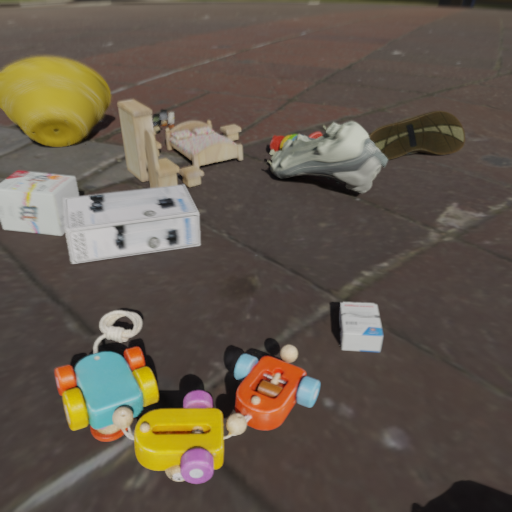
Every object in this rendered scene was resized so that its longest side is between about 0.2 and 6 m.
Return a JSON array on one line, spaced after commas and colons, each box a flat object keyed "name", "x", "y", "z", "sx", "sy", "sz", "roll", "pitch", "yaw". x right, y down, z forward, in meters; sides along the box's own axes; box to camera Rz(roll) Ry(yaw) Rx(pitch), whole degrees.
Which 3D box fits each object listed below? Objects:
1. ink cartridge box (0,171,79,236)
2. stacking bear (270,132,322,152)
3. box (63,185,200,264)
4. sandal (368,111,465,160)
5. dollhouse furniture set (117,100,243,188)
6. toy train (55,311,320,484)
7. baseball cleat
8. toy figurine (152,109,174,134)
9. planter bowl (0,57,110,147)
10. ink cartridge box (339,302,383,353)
[{"name": "ink cartridge box", "x": -4.237, "y": -1.039, "z": 10.972, "sx": 1.268, "sy": 0.917, "sz": 0.921, "roll": 7, "pitch": 32, "yaw": 8}, {"name": "stacking bear", "x": 0.923, "y": -2.703, "z": 14.075, "sx": 0.785, "sy": 0.839, "sz": 1.381, "roll": -25, "pitch": 31, "yaw": -36}, {"name": "box", "x": -2.335, "y": -0.634, "z": 10.457, "sx": 2.354, "sy": 0.708, "sz": 1.373, "roll": -9, "pitch": 33, "yaw": -14}, {"name": "sandal", "x": 4.080, "y": -3.045, "z": 14.557, "sx": 2.818, "sy": 1.152, "sz": 0.769, "roll": -15, "pitch": 11, "yaw": -10}, {"name": "dollhouse furniture set", "x": -1.383, "y": -3.022, "z": 13.526, "sx": 3.417, "sy": 1.669, "sz": 2.914, "roll": -18, "pitch": 34, "yaw": -25}, {"name": "toy train", "x": -0.849, "y": 1.674, "z": 6.573, "sx": 2.893, "sy": 0.805, "sz": 2.173, "roll": 14, "pitch": 32, "yaw": 17}, {"name": "baseball cleat", "x": 1.523, "y": -1.928, "z": 12.309, "sx": 1.157, "sy": 1.766, "sz": 3.317, "roll": -55, "pitch": 21, "yaw": -12}, {"name": "toy figurine", "x": -2.801, "y": -3.913, "z": 16.315, "sx": 0.786, "sy": 0.556, "sz": 0.799, "roll": -16, "pitch": 32, "yaw": -36}, {"name": "planter bowl", "x": -5.265, "y": -3.709, "z": 14.649, "sx": 2.920, "sy": 2.920, "sz": 1.216, "roll": -7, "pitch": 69, "yaw": -11}, {"name": "ink cartridge box", "x": 1.493, "y": 1.019, "z": 8.069, "sx": 0.549, "sy": 0.317, "sz": 0.756, "roll": 2, "pitch": 30, "yaw": 4}]
